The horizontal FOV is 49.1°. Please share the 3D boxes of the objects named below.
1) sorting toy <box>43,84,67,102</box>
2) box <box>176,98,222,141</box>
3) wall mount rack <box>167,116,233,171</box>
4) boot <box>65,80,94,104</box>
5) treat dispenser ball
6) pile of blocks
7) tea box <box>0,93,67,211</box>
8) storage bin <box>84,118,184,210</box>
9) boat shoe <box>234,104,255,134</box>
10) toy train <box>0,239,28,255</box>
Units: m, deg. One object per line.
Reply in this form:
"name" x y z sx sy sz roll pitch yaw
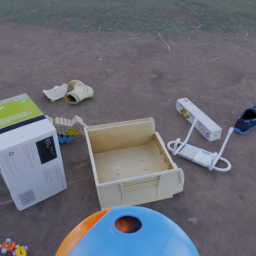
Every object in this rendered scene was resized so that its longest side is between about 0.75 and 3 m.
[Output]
"sorting toy" -3.494 -1.724 13.161 1.101 0.588 0.991 -26 35 -27
"box" 2.799 -0.404 11.370 0.521 0.486 2.514 -15 39 -19
"wall mount rack" 2.636 0.527 9.832 2.300 0.858 1.998 22 36 25
"boot" -2.515 -1.668 13.012 1.557 0.567 1.210 29 43 26
"treat dispenser ball" -0.007 2.879 5.046 2.852 2.852 2.852 0 37 0
"pile of blocks" -2.838 0.050 10.436 2.734 1.122 0.850 2 23 -15
"tea box" -3.149 0.639 8.374 1.586 2.374 2.336 -22 42 -27
"storage bin" 0.117 1.012 8.854 2.594 1.225 2.613 -9 37 -11
"boat shoe" 5.028 -0.462 11.274 0.854 0.696 2.029 25 43 29
"toy train" -2.828 3.179 6.756 0.757 0.280 1.008 -3 34 -2
